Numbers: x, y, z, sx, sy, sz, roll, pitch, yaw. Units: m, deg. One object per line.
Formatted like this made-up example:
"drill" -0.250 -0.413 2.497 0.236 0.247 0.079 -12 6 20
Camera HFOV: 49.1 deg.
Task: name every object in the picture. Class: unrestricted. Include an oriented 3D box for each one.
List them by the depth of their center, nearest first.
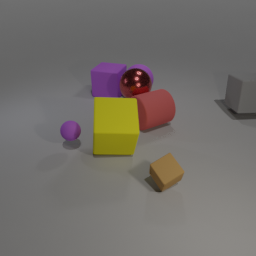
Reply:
"cube" 1.085 1.264 7.980 0.700 0.700 0.700 -29 64 -13
"cube" -0.446 -0.045 9.313 1.400 1.400 1.400 1 56 -7
"ball" -1.966 0.094 9.598 0.700 0.700 0.700 0 30 0
"cylinder" 0.942 -0.749 11.253 1.400 1.400 1.400 -17 34 -27
"ball" 0.321 -1.843 11.951 1.400 1.400 1.400 0 30 0
"cube" 5.158 -1.510 12.001 1.400 1.400 1.400 -2 23 -6
"ball" 0.515 -2.323 13.346 1.400 1.400 1.400 0 30 0
"cube" -0.933 -2.399 14.135 1.400 1.400 1.400 9 32 16
